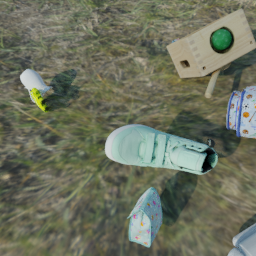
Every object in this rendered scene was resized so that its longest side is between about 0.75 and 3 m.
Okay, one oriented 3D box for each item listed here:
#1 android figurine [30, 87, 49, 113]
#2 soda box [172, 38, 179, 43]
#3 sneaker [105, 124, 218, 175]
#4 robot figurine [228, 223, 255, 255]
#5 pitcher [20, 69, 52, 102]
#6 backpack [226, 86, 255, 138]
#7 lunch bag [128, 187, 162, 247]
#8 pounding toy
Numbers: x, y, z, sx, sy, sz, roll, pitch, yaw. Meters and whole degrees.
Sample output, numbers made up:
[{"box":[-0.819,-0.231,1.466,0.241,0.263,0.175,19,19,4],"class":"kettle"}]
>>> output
[{"box":[-2.620,-0.827,8.285,0.181,0.802,0.881,-35,42,-20],"class":"android figurine"},{"box":[2.041,-2.834,10.210,0.355,0.330,1.038,-28,59,-26],"class":"soda box"},{"box":[0.854,0.488,6.221,2.541,0.935,1.499,6,4,-33],"class":"sneaker"},{"box":[2.730,2.489,5.140,2.157,1.218,1.829,-34,21,-2],"class":"robot figurine"},{"box":[-2.902,-1.289,8.591,0.891,0.540,0.764,43,101,-9],"class":"pitcher"},{"box":[3.188,-0.407,7.335,1.149,1.491,1.420,-1,16,23],"class":"backpack"},{"box":[0.372,1.797,5.787,0.572,0.937,0.799,9,27,24],"class":"lunch bag"},{"box":[2.469,-2.165,8.378,2.157,1.665,2.343,-29,13,-4],"class":"pounding toy"}]
